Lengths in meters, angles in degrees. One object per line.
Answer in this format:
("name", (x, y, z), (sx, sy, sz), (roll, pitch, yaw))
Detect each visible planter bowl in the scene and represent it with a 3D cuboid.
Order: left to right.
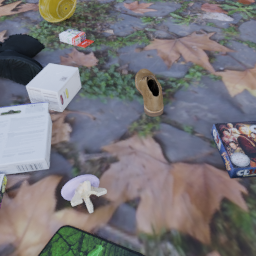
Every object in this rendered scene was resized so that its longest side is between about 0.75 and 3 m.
("planter bowl", (-3.364, -6.274, 14.281), (2.199, 0.916, 2.199), (-2, 84, 20))

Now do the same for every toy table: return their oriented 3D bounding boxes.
("toy table", (-0.998, 1.486, 6.461), (0.922, 0.847, 0.540), (-27, 32, -23))

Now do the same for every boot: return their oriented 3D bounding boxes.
("boot", (-4.008, -2.732, 10.800), (2.824, 1.045, 2.314), (12, 41, 13))
("boot", (0.763, -1.493, 9.511), (0.887, 0.909, 2.410), (-7, 42, -4))

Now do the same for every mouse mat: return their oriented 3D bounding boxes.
("mouse mat", (-0.984, 2.950, 4.882), (2.129, 0.100, 2.646), (14, 33, 18))

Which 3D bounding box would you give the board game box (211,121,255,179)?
("board game box", (3.782, 0.496, 7.639), (2.535, 0.439, 1.717), (-4, 41, -3))

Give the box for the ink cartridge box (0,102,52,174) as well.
("ink cartridge box", (-3.335, 0.278, 7.848), (2.324, 0.473, 2.328), (-7, 46, -4))

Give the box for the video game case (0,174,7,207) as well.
("video game case", (-3.718, 1.724, 6.516), (1.495, 0.268, 1.355), (-5, 43, -5))

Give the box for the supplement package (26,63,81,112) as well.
("supplement package", (-2.439, -1.389, 9.434), (1.153, 0.821, 1.481), (12, 46, 14))

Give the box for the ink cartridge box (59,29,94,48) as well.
("ink cartridge box", (-2.321, -4.065, 12.642), (1.388, 0.350, 0.756), (22, 48, 23))
